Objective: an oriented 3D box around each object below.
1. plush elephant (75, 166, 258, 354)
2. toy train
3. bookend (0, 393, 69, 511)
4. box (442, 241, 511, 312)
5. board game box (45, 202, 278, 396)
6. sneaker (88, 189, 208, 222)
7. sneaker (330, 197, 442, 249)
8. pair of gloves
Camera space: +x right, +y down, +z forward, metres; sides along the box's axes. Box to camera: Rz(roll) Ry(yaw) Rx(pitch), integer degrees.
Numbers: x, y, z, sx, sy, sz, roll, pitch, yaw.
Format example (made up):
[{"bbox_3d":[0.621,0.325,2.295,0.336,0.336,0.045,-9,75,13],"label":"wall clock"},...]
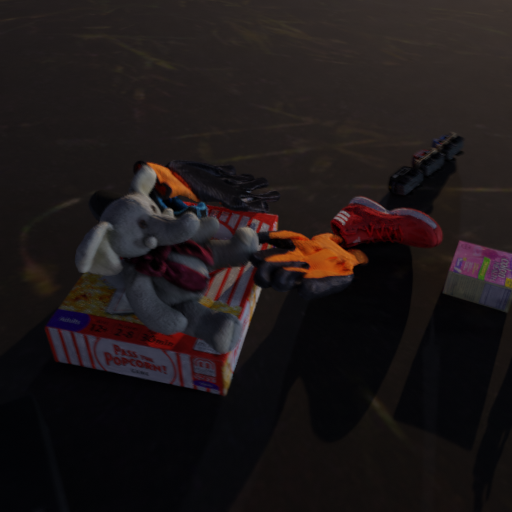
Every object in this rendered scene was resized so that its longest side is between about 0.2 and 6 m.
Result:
[{"bbox_3d":[-1.114,-0.094,6.530,2.122,1.643,1.747,7,54,17],"label":"plush elephant"},{"bbox_3d":[3.387,-1.841,11.108,0.591,0.440,2.579,19,41,40],"label":"toy train"},{"bbox_3d":[-2.745,2.386,5.527,1.516,0.703,1.525,-19,43,-21],"label":"bookend"},{"bbox_3d":[3.381,0.288,8.364,0.945,0.457,0.831,18,42,20],"label":"box"},{"bbox_3d":[-1.137,0.374,8.022,2.332,0.713,3.079,9,40,10],"label":"board game box"},{"bbox_3d":[-1.498,-0.656,7.957,2.023,0.829,0.741,21,29,20],"label":"sneaker"},{"bbox_3d":[1.998,-0.319,9.077,1.791,0.702,1.035,21,48,42],"label":"sneaker"},{"bbox_3d":[0.041,-0.478,8.201,3.173,0.392,2.827,39,25,22],"label":"pair of gloves"}]
